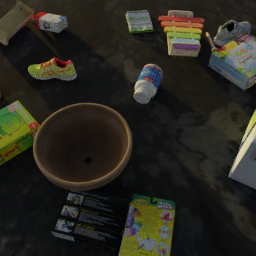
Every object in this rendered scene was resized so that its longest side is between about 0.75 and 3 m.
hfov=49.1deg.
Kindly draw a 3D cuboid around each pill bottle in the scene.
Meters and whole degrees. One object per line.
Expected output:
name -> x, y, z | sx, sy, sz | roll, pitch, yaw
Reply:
pill bottle -> 0.668, -1.484, 9.537 | 0.749, 0.749, 1.334 | 15, 55, 11

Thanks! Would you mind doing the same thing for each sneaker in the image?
sneaker -> 4.346, -3.991, 11.295 | 1.909, 0.878, 0.723 | -31, 60, -21
sneaker -> -2.708, -2.176, 9.961 | 1.716, 0.775, 0.671 | 1, 48, -4

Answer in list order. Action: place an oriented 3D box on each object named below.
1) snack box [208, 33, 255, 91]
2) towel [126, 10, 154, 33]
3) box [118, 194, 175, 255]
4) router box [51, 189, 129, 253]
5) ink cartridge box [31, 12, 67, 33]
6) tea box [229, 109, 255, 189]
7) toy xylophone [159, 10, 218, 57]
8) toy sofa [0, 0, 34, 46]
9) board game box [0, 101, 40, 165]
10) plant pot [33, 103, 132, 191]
snack box -> 4.340, -2.494, 10.303 | 2.055, 0.696, 1.733 | -32, 59, -20
towel -> 0.502, -4.650, 12.189 | 1.058, 0.218, 1.418 | -7, 54, -4
box -> 0.460, 2.633, 6.704 | 1.165, 0.480, 1.985 | 10, 57, 8
router box -> -0.889, 2.252, 7.000 | 1.644, 0.420, 1.226 | 12, 55, 9
ink cartridge box -> -3.322, -4.473, 11.834 | 1.292, 0.434, 0.750 | 16, 44, 15
tea box -> 4.719, 0.416, 7.393 | 2.897, 1.936, 2.850 | 24, 56, 17
toy xylophone -> 2.379, -3.666, 10.987 | 2.123, 0.728, 2.899 | -2, 46, -5
toy sofa -> -4.816, -4.283, 11.661 | 0.817, 0.963, 1.974 | 31, 56, -7
board game box -> -4.003, 0.424, 8.200 | 2.684, 0.639, 1.363 | -35, 61, -23
plant pot -> -1.167, 0.649, 7.705 | 2.571, 1.186, 2.571 | 0, 53, 0
